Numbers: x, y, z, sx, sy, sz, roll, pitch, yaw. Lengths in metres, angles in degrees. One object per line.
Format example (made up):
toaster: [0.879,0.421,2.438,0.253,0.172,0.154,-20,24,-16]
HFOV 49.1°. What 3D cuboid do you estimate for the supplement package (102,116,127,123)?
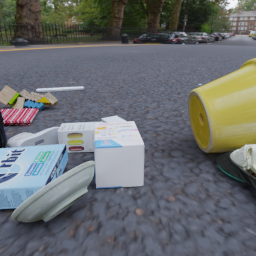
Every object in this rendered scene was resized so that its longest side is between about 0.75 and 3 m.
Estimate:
supplement package: [-0.459,-0.069,9.624,0.622,0.443,0.798,-12,24,-30]

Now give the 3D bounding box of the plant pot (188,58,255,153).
plant pot: [3.165,-0.468,7.727,2.586,2.748,2.748,-12,22,-3]

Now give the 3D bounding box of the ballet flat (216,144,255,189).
ballet flat: [3.017,0.945,6.218,0.974,0.980,2.864,-5,21,-17]

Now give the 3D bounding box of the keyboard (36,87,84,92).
keyboard: [-3.748,-2.178,15.583,2.561,0.137,0.721,-5,21,-13]

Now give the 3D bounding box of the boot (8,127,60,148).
boot: [-2.745,0.280,8.480,0.802,0.618,1.679,18,25,38]

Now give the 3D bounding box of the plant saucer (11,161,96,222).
plant saucer: [-1.244,1.279,5.189,1.743,1.743,0.437,-25,76,-48]

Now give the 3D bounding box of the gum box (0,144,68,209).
gum box: [-2.742,1.059,6.360,2.362,0.526,2.006,-3,21,1]

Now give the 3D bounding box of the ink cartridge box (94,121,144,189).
ink cartridge box: [-0.288,0.566,7.037,1.121,1.092,1.743,-3,22,-7]

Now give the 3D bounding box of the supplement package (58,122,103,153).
supplement package: [-1.369,0.274,8.331,1.268,0.721,0.695,-3,21,-1]

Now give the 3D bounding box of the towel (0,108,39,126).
towel: [-4.683,-0.414,10.768,2.172,0.244,1.571,-2,23,-6]

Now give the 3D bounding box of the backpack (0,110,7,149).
backpack: [-4.162,0.064,7.831,1.266,1.509,1.226,-2,21,26]

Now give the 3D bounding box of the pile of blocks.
pile of blocks: [-4.296,-1.064,12.099,2.522,1.035,0.784,8,-22,-4]
